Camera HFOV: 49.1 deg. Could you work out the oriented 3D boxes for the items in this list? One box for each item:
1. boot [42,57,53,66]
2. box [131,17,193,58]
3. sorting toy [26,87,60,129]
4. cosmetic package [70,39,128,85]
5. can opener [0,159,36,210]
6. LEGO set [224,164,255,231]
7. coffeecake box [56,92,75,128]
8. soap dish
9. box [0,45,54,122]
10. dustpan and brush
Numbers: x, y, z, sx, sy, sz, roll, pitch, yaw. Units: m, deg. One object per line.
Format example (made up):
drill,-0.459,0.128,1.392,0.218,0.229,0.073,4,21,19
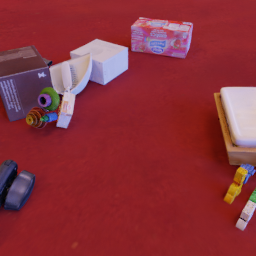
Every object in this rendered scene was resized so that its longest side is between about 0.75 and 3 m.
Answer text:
boot,-3.779,-2.817,12.277,0.594,0.315,0.902,21,47,17
box,1.591,-4.324,13.354,2.693,1.286,1.343,12,40,15
sorting toy,-2.580,-0.503,8.318,0.854,1.422,0.584,40,27,12
cosmetic package,-1.152,-2.778,11.605,1.684,1.039,1.689,24,46,27
can opener,-3.048,1.777,6.026,1.065,0.859,2.710,10,39,10
LEGO set,2.907,1.274,6.655,0.800,0.860,2.096,28,46,31
coffeecake box,-1.930,-0.541,8.669,0.346,0.947,0.727,12,60,-18
soap dish,3.731,-0.068,8.052,2.202,1.137,2.798,2,39,7
box,-3.635,-1.601,9.630,1.647,1.664,2.005,-18,42,-22
dustpan and brush,-2.131,-1.521,10.101,1.913,0.785,2.741,-16,69,13
